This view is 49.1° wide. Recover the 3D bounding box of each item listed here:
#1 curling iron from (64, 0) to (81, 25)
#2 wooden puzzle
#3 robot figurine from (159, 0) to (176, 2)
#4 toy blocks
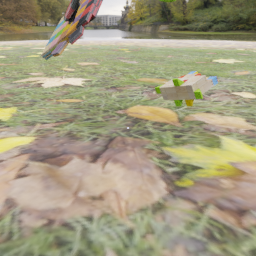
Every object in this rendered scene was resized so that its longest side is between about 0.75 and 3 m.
[{"bbox_3d":[-0.895,-2.860,5.518,0.251,1.961,0.486,21,53,-18],"label":"curling iron"},{"bbox_3d":[-1.358,-2.686,7.116,1.758,0.208,2.965,-21,42,37],"label":"wooden puzzle"},{"bbox_3d":[1.335,-4.559,9.529,0.860,0.497,0.754,-12,46,-36],"label":"robot figurine"},{"bbox_3d":[1.210,-0.859,5.551,0.778,0.569,1.139,-35,23,-29],"label":"toy blocks"}]
